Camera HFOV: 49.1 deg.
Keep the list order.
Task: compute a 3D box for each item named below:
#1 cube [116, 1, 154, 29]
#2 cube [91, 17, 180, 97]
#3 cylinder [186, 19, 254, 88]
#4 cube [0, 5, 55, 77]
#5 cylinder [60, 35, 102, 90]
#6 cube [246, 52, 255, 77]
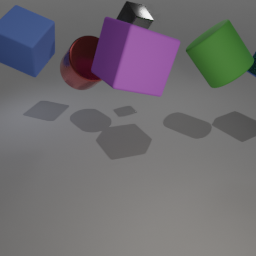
[{"bbox_3d":[0.188,-3.201,8.332,0.700,0.700,0.700,-7,60,-40],"label":"cube"},{"bbox_3d":[0.132,-1.722,6.808,1.400,1.400,1.400,5,23,-33],"label":"cube"},{"bbox_3d":[2.632,-2.117,8.092,1.400,1.400,1.400,-37,13,10],"label":"cylinder"},{"bbox_3d":[-3.333,-2.802,9.128,1.400,1.400,1.400,24,57,1],"label":"cube"},{"bbox_3d":[-1.342,-2.022,8.926,1.400,1.400,1.400,-16,3,-25],"label":"cylinder"},{"bbox_3d":[4.681,-1.979,8.231,1.400,1.400,1.400,-11,45,-38],"label":"cube"}]
